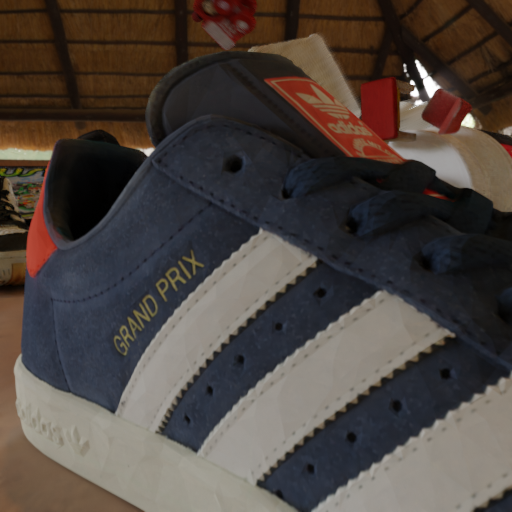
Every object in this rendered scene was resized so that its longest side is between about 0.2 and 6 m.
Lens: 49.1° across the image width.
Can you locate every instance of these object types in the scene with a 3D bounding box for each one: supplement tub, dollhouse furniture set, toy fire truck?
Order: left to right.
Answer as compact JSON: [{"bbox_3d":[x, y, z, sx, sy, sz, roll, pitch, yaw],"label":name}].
[{"bbox_3d":[-0.587,-4.181,9.674,0.966,0.645,1.150,-24,-43,35],"label":"toy fire truck"},{"bbox_3d":[1.193,-0.502,4.218,0.937,1.741,0.708,0,5,39],"label":"dollhouse furniture set"},{"bbox_3d":[2.036,-0.459,5.322,2.059,1.445,1.445,-3,5,-39],"label":"supplement tub"}]

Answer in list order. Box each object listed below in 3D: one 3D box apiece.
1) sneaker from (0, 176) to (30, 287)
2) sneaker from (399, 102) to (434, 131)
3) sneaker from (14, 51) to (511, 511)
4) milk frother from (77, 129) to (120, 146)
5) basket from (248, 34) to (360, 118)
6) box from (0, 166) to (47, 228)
[{"bbox_3d":[-2.797,-0.320,5.569,1.017,1.179,2.690,-1,6,-39],"label":"sneaker"},{"bbox_3d":[2.488,-2.139,9.331,1.125,1.160,3.178,19,12,3],"label":"sneaker"},{"bbox_3d":[0.283,0.064,1.180,2.494,1.054,0.935,4,5,35],"label":"sneaker"},{"bbox_3d":[-0.994,-0.633,6.169,1.832,1.653,1.723,-5,5,-6],"label":"milk frother"},{"bbox_3d":[0.658,-2.817,10.842,1.571,1.954,1.936,-18,-16,-24],"label":"basket"},{"bbox_3d":[-2.801,-0.647,7.962,3.850,0.668,2.119,-2,27,-11],"label":"box"}]
